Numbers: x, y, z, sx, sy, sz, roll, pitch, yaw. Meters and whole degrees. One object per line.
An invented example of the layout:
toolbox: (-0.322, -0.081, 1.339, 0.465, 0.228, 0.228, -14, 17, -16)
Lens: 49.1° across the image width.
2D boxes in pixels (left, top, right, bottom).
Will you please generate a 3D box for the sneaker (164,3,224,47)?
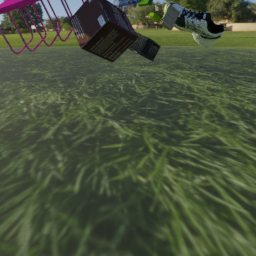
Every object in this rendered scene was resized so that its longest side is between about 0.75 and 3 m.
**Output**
sneaker: (2.626, -4.227, 10.871, 2.540, 0.961, 1.114, 25, -24, -19)

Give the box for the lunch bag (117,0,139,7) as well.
lunch bag: (0.212, -4.976, 9.996, 1.266, 0.953, 0.596, -2, 27, 29)

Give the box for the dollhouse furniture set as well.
dollhouse furniture set: (1.025, -3.910, 9.423, 1.430, 0.715, 0.552, 19, 5, -39)

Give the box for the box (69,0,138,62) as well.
box: (-0.765, -3.170, 9.010, 1.283, 1.296, 1.562, -36, -26, 29)

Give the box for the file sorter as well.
file sorter: (-3.002, -3.959, 9.998, 2.781, 1.744, 1.933, -10, 38, 17)

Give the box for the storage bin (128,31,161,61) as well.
storage bin: (0.453, -3.477, 11.632, 1.531, 0.718, 1.035, 34, 14, 27)
